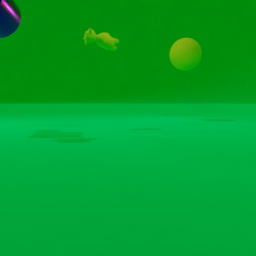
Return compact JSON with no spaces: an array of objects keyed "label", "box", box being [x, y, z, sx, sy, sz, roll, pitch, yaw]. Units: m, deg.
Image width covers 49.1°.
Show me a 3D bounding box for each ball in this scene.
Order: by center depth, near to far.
[{"label":"ball","box":[2.506,-3.205,12.189,1.366,1.366,1.366,0,6,0]}]

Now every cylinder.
[{"label":"cylinder","box":[-3.366,-2.952,6.827,1.126,1.126,1.126,0,-7,1]}]

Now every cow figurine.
[{"label":"cow figurine","box":[-0.810,-2.578,8.210,0.881,0.484,0.867,36,31,25]}]
